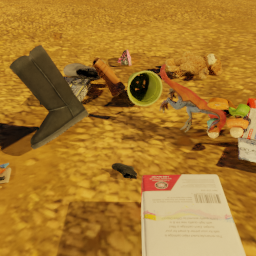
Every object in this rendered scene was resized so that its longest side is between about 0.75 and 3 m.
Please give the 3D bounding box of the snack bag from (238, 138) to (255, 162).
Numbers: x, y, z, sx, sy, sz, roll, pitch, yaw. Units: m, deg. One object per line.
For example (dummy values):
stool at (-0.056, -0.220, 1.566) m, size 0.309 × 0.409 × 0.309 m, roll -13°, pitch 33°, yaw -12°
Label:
snack bag at (3.992, 0.757, 8.408) m, size 1.329 × 0.151 × 1.409 m, roll 13°, pitch 27°, yaw 15°

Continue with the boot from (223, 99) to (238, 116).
boot at (3.788, -0.802, 10.717) m, size 0.949 × 0.334 × 0.680 m, roll 33°, pitch 40°, yaw 31°

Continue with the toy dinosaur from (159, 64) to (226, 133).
toy dinosaur at (2.107, -0.738, 9.297) m, size 1.326 × 2.525 × 2.291 m, roll -46°, pitch 35°, yaw -23°

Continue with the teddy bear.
teddy bear at (3.243, -3.124, 13.701) m, size 2.808 × 0.938 × 2.036 m, roll 5°, pitch 36°, yaw 7°

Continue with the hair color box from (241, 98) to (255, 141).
hair color box at (4.912, -0.132, 8.886) m, size 2.295 × 1.273 × 0.734 m, roll 7°, pitch 36°, yaw 11°

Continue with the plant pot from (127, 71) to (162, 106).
plant pot at (0.539, -1.741, 11.461) m, size 1.401 × 1.401 × 1.331 m, roll -6°, pitch 22°, yaw -9°

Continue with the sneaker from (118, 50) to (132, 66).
sneaker at (-0.234, -3.746, 15.036) m, size 0.720 × 0.597 × 1.510 m, roll -13°, pitch 33°, yaw 0°

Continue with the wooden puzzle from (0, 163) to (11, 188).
wooden puzzle at (-3.607, 1.332, 7.736) m, size 0.692 × 0.120 × 1.026 m, roll -10°, pitch 35°, yaw -15°

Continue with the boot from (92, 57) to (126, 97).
boot at (-0.876, -2.155, 11.702) m, size 0.700 × 1.470 × 1.900 m, roll -39°, pitch 30°, yaw 3°

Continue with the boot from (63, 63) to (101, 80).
boot at (-2.150, -2.585, 12.737) m, size 1.998 × 0.697 × 1.315 m, roll 3°, pitch 13°, yaw 8°

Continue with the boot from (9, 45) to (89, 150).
boot at (-2.782, -0.958, 8.740) m, size 2.168 × 2.630 × 0.863 m, roll -39°, pitch 13°, yaw -26°

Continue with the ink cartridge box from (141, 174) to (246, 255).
ink cartridge box at (1.170, 2.120, 5.715) m, size 1.794 × 1.041 × 2.431 m, roll 1°, pitch 36°, yaw 2°

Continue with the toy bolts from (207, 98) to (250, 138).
toy bolts at (2.902, -0.225, 8.851) m, size 1.341 × 0.974 × 1.404 m, roll 17°, pitch -14°, yaw -17°

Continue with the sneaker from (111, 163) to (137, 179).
sneaker at (-0.109, 1.210, 7.807) m, size 0.791 × 0.237 × 0.412 m, roll 9°, pitch 30°, yaw 7°

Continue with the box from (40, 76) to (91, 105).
box at (-2.581, -1.553, 11.733) m, size 1.595 × 0.486 × 1.979 m, roll 4°, pitch 34°, yaw 8°
